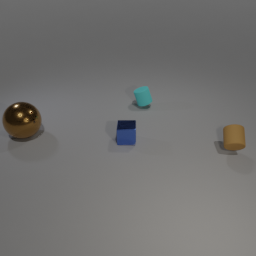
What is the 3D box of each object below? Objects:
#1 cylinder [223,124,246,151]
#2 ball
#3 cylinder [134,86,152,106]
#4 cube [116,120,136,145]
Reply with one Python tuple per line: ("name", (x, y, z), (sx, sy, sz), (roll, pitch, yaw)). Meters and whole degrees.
("cylinder", (3.644, 0.329, 9.617), (0.700, 0.700, 0.700), (4, 65, 6))
("ball", (-3.999, -0.291, 10.602), (1.400, 1.400, 1.400), (0, 32, 0))
("cylinder", (0.685, -1.446, 12.766), (0.700, 0.700, 0.700), (-17, 24, 8))
("cube", (-0.050, 0.172, 10.518), (0.700, 0.700, 0.700), (0, 32, 2))
